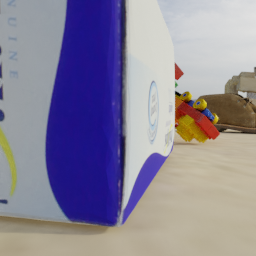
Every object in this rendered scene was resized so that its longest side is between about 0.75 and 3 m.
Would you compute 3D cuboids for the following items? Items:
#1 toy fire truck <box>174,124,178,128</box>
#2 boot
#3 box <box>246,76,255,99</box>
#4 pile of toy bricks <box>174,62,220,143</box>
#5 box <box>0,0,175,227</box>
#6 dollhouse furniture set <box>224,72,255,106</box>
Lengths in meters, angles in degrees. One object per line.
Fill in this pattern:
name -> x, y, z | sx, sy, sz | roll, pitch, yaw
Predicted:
toy fire truck -> 0.988, -0.409, 8.681 | 1.537, 0.989, 1.353 | -12, 5, -7
boot -> 2.714, -0.357, 6.439 | 2.519, 0.950, 0.927 | 3, 2, 30
box -> 5.261, -0.945, 9.650 | 1.507, 1.760, 1.751 | -3, 5, -25
pile of toy bricks -> 0.147, -0.423, 4.938 | 1.595, 1.419, 2.875 | 43, 4, -27
box -> -0.836, -0.273, 2.194 | 2.256, 1.183, 2.074 | 1, 4, 14
dollhouse furniture set -> 4.326, -0.833, 9.417 | 1.684, 1.966, 2.067 | 5, -11, 6
